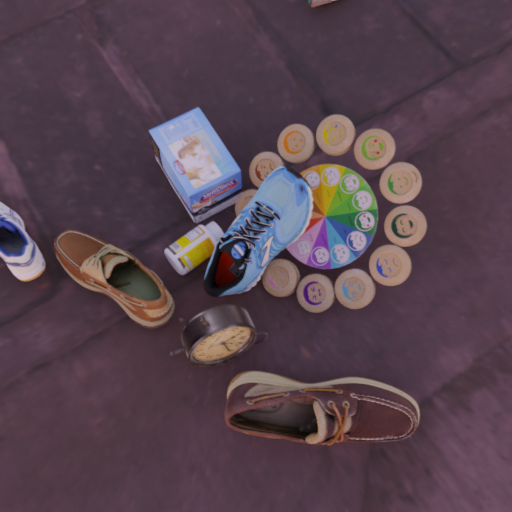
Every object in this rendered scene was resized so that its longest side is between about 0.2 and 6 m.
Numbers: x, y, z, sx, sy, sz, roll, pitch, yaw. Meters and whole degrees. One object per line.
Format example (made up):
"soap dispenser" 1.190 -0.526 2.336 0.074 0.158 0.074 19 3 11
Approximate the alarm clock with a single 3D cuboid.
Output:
"alarm clock" -0.461 1.227 8.674 1.637 1.104 0.545 14 39 -41

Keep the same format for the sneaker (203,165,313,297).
"sneaker" -0.012 -0.239 8.662 0.982 1.127 2.505 37 116 11

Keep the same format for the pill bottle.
"pill bottle" -1.033 -0.155 9.621 1.000 0.547 0.547 -37 72 -14

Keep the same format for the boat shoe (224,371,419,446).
"boat shoe" 0.946 2.353 8.084 2.867 1.032 1.034 9 105 3

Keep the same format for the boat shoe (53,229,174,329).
"boat shoe" -2.293 0.222 9.135 2.344 0.866 0.887 31 61 12

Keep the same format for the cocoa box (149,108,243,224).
"cocoa box" -1.059 -1.608 9.968 1.047 1.030 1.569 -28 70 -11

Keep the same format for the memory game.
"memory game" 1.113 -0.669 9.111 3.250 0.207 3.250 0 91 23

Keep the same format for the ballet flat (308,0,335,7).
"ballet flat" 1.855 -6.032 12.069 0.693 0.702 2.061 29 71 2

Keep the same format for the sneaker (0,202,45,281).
"sneaker" -4.194 -0.461 9.334 0.710 0.831 1.886 -40 71 -23
